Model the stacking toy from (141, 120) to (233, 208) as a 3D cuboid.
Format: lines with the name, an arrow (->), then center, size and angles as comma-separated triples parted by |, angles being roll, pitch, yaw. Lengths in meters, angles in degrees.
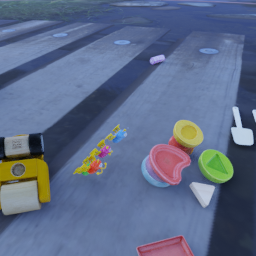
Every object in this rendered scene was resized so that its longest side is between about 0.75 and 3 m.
stacking toy -> 1.500, 1.037, 7.316 | 1.966, 0.917, 2.172 | 43, 49, 14

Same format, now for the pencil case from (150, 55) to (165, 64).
pencil case -> 1.584, -3.643, 14.969 | 0.884, 0.371, 0.378 | -24, 57, -31

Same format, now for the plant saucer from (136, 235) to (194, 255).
plant saucer -> 0.756, 2.514, 5.104 | 0.988, 0.181, 0.986 | -8, 32, -14

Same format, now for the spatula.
spatula -> 4.351, -0.073, 9.290 | 1.893, 0.219, 2.722 | 6, 32, 11

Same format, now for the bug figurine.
bug figurine -> -0.661, 0.667, 6.965 | 0.429, 1.293, 1.667 | 44, 50, -6

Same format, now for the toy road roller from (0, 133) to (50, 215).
toy road roller -> -2.516, 1.085, 6.776 | 1.187, 1.410, 1.932 | -7, 69, -11
